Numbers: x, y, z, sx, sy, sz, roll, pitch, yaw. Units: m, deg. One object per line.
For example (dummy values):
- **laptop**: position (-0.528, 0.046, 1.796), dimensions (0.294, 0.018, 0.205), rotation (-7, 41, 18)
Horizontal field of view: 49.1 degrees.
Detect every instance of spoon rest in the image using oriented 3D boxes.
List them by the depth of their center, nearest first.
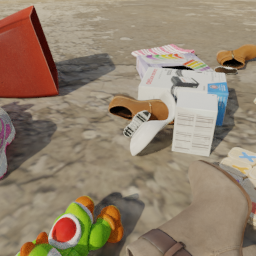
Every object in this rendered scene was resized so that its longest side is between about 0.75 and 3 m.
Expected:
- **spoon rest**: position (0.707, -0.086, 7.125), dimensions (0.632, 1.036, 2.085), rotation (37, 57, -5)

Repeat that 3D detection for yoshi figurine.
- **yoshi figurine**: position (-0.974, 2.008, 4.093), dimensions (1.251, 1.255, 2.233), rotation (52, 30, 5)

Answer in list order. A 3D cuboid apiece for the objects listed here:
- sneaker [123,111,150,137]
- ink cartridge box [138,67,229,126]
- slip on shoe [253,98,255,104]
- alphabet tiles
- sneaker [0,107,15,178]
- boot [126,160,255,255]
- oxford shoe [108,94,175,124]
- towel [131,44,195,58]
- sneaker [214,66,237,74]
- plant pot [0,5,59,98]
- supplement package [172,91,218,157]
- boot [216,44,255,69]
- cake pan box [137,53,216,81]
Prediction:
- **sneaker**: position (0.243, -0.116, 7.630), dimensions (0.340, 0.905, 0.367), rotation (46, 1, 10)
- **ink cartridge box**: position (1.716, -1.077, 8.867), dimensions (2.562, 1.073, 1.859), rotation (7, 32, 12)
- **slip on shoe**: position (4.917, -1.082, 9.420), dimensions (1.867, 0.692, 0.571), rotation (-25, 62, -36)
- **alphabet tiles**: position (3.275, 1.207, 5.932), dimensions (2.719, 0.203, 2.780), rotation (23, 38, 33)
- **sneaker**: position (-3.511, -0.008, 6.867), dimensions (1.208, 1.310, 2.969), rotation (-11, 33, -17)
- **boot**: position (0.983, 1.667, 4.385), dimensions (2.107, 1.012, 2.882), rotation (-10, 34, -17)
- **oxford shoe**: position (0.473, -0.403, 8.050), dimensions (2.171, 0.774, 0.774), rotation (9, 33, 13)
- **towel**: position (1.742, -3.718, 13.949), dimensions (2.657, 0.397, 1.944), rotation (-18, 35, -27)
- **sneaker**: position (4.139, -2.438, 11.955), dimensions (0.928, 0.338, 0.393), rotation (8, 16, 5)
- **plant pot**: position (-4.115, -2.571, 10.116), dimensions (2.391, 2.711, 2.713), rotation (-16, 33, -5)
- **supplement package**: position (1.681, -0.127, 7.100), dimensions (0.962, 1.277, 0.969), rotation (8, 32, 13)
- **boot**: position (5.110, -3.218, 12.687), dimensions (2.085, 0.799, 1.618), rotation (2, 29, 7)
- **cake pan box**: position (1.796, -2.259, 11.222), dimensions (2.583, 0.733, 2.804), rotation (-5, 31, -4)
